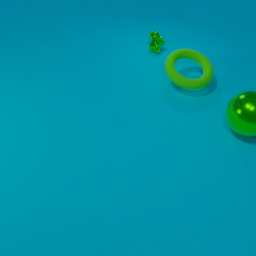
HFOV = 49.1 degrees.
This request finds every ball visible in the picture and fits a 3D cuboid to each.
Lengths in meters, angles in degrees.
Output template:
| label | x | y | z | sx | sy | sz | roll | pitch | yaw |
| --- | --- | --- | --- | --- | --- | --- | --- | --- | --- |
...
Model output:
| label | x | y | z | sx | sy | sz | roll | pitch | yaw |
| --- | --- | --- | --- | --- | --- | --- | --- | --- | --- |
| ball | 3.630 | -0.430 | 8.326 | 1.382 | 1.382 | 1.382 | 0 | 49 | 0 |

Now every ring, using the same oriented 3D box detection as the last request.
| label | x | y | z | sx | sy | sz | roll | pitch | yaw |
| --- | --- | --- | --- | --- | --- | --- | --- | --- | --- |
| ring | 2.174 | -2.108 | 9.933 | 1.763 | 0.353 | 1.763 | 4 | 60 | -6 |

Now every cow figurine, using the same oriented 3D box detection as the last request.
| label | x | y | z | sx | sy | sz | roll | pitch | yaw |
| --- | --- | --- | --- | --- | --- | --- | --- | --- | --- |
| cow figurine | 1.096 | -3.582 | 11.633 | 0.946 | 0.528 | 0.961 | 21 | 75 | 45 |
